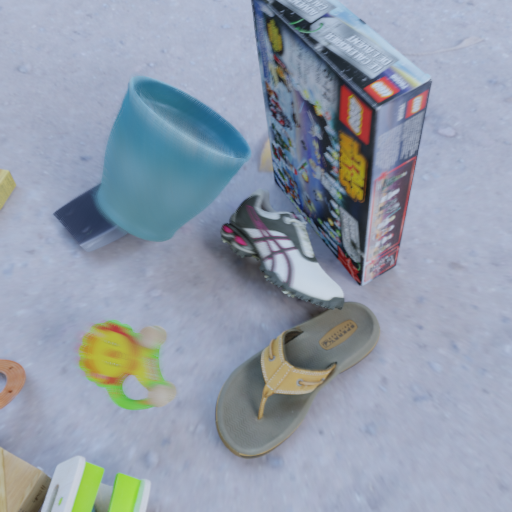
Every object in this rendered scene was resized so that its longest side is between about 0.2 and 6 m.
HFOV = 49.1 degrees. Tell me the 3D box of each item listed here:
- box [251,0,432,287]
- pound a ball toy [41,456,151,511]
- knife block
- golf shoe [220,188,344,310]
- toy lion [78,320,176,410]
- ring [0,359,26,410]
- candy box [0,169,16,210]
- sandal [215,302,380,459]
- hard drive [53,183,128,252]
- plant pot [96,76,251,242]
[{"bbox_3d":[1.191,-1.766,8.869,0.872,4.373,2.994,-30,60,-10],"label":"box"},{"bbox_3d":[-2.024,4.185,6.860,1.819,1.185,2.789,31,45,-25],"label":"pound a ball toy"},{"bbox_3d":[-3.711,3.556,7.435,2.137,0.684,1.876,23,57,14],"label":"knife block"},{"bbox_3d":[0.529,-0.109,9.393,2.619,1.011,1.153,39,104,26],"label":"golf shoe"},{"bbox_3d":[-1.749,1.442,7.427,1.173,0.420,1.223,-11,86,5],"label":"toy lion"},{"bbox_3d":[-4.260,2.071,8.399,1.580,0.152,1.580,-6,26,3],"label":"ring"},{"bbox_3d":[-5.461,-0.993,10.734,0.951,0.460,1.629,11,55,8],"label":"candy box"},{"bbox_3d":[0.682,1.661,8.615,3.287,0.888,1.320,-35,64,-23],"label":"sandal"},{"bbox_3d":[-2.658,-0.906,10.554,1.954,0.414,1.318,-35,52,-21],"label":"hard drive"},{"bbox_3d":[-1.501,-1.404,8.942,2.120,1.992,2.120,30,25,-16],"label":"plant pot"}]
